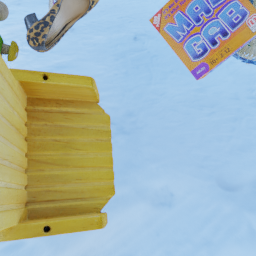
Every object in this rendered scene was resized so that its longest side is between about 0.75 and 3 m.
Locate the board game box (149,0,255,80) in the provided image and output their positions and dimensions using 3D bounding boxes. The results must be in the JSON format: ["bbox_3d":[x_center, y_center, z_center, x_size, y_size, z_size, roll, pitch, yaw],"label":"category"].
[{"bbox_3d":[1.727,-2.177,6.057,1.601,1.600,1.600,52,23,3],"label":"board game box"}]

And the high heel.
[{"bbox_3d":[-1.134,-2.341,5.821,2.145,0.766,1.529,-29,48,0],"label":"high heel"}]

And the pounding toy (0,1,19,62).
[{"bbox_3d":[-3.272,-1.909,7.205,1.051,1.749,2.265,13,58,-22],"label":"pounding toy"}]

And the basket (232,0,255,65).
[{"bbox_3d":[3.343,-2.614,6.960,1.671,2.118,2.402,2,21,-26],"label":"basket"}]

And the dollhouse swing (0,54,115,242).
[{"bbox_3d":[-0.976,0.237,4.039,2.285,2.210,2.514,2,74,-23],"label":"dollhouse swing"}]

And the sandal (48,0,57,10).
[{"bbox_3d":[-1.642,-3.078,6.317,0.222,0.903,0.368,5,7,-22],"label":"sandal"}]
